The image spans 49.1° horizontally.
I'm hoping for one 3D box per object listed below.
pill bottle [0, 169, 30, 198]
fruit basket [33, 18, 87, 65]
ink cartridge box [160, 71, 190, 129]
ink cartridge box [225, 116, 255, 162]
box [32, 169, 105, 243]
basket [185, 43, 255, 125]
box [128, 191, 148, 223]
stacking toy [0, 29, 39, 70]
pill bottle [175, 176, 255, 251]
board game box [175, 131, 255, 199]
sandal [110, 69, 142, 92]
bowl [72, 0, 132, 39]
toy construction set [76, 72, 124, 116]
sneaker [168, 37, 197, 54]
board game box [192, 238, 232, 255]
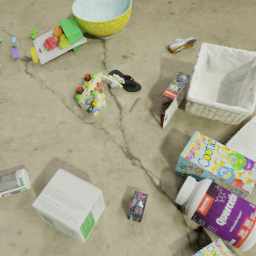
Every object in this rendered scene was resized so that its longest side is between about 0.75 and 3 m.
[{"bbox_3d":[-3.964,1.866,9.253,1.268,0.717,0.717,-16,56,-12],"label":"pill bottle"},{"bbox_3d":[-3.287,-4.123,13.428,2.358,1.105,2.184,-32,53,3],"label":"fruit basket"},{"bbox_3d":[1.706,-1.111,11.069,0.538,1.164,2.136,27,59,18],"label":"ink cartridge box"},{"bbox_3d":[4.932,0.703,10.245,2.450,0.579,1.961,-36,62,-29],"label":"ink cartridge box"},{"bbox_3d":[-1.692,2.354,8.406,1.554,1.546,1.331,23,58,15],"label":"box"},{"bbox_3d":[3.546,-1.581,10.591,2.352,1.892,2.331,15,78,11],"label":"basket"},{"bbox_3d":[0.320,2.514,8.914,0.459,0.529,0.801,16,56,6],"label":"box"},{"bbox_3d":[-5.296,-3.763,13.272,1.931,0.602,2.561,-14,49,-7],"label":"stacking toy"},{"bbox_3d":[2.708,2.463,8.449,2.412,1.356,1.356,28,60,18],"label":"pill bottle"},{"bbox_3d":[2.928,1.346,9.304,2.329,1.221,1.200,29,59,18],"label":"board game box"},{"bbox_3d":[-0.144,-2.105,12.233,1.702,0.407,0.640,35,62,22],"label":"sandal"},{"bbox_3d":[-1.176,-5.365,13.785,2.865,1.542,2.865,-3,53,3],"label":"bowl"},{"bbox_3d":[-1.212,-1.558,11.429,1.562,1.097,2.382,5,43,33],"label":"toy construction set"},{"bbox_3d":[2.640,-4.157,13.593,1.458,0.549,0.643,-23,58,-16],"label":"sneaker"},{"bbox_3d":[2.210,3.806,7.919,1.305,0.672,0.685,-24,58,-16],"label":"board game box"}]
